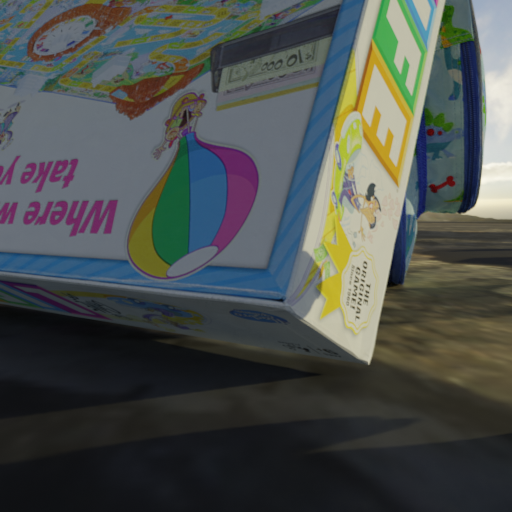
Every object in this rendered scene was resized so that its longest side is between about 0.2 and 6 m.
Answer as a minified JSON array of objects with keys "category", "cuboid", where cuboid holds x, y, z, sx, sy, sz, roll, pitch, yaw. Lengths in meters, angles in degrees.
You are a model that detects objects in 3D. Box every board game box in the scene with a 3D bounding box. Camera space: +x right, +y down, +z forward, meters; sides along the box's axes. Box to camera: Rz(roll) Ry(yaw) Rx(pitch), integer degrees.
[{"category":"board game box","cuboid":[-1.207,-1.220,4.076,4.798,3.226,0.821,4,-22,36]}]

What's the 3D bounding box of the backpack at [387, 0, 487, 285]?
[{"category":"backpack","cuboid":[1.125,-1.191,5.672,2.168,2.950,2.700,2,6,13]}]
